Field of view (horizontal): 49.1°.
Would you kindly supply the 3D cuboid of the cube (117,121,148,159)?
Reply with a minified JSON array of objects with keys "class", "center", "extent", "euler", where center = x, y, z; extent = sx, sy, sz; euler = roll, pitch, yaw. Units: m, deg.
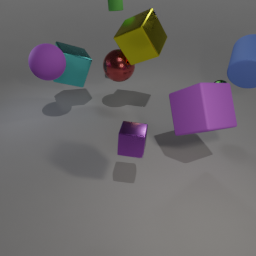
[{"class":"cube","center":[0.128,0.306,7.551],"extent":[0.700,0.700,0.700],"euler":[8,31,6]}]

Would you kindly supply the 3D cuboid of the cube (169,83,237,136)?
[{"class":"cube","center":[2.354,-0.579,8.891],"extent":[1.400,1.400,1.400],"euler":[-5,-5,-35]}]

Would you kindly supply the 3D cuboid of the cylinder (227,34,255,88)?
[{"class":"cylinder","center":[4.435,-2.405,10.163],"extent":[1.400,1.400,1.400],"euler":[12,58,20]}]

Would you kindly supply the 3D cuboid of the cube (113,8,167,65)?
[{"class":"cube","center":[0.533,-3.628,11.239],"extent":[1.400,1.400,1.400],"euler":[-9,43,37]}]

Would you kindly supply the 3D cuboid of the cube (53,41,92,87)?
[{"class":"cube","center":[-2.629,-2.857,12.633],"extent":[1.400,1.400,1.400],"euler":[7,31,-30]}]

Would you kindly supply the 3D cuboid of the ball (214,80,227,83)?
[{"class":"ball","center":[3.486,-1.472,10.610],"extent":[0.700,0.700,0.700],"euler":[0,31,0]}]

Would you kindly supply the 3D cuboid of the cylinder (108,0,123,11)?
[{"class":"cylinder","center":[-0.586,-5.840,13.035],"extent":[0.700,0.700,0.700],"euler":[-4,25,2]}]

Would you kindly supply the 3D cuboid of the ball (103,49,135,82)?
[{"class":"ball","center":[-0.393,-2.718,12.210],"extent":[1.400,1.400,1.400],"euler":[0,31,0]}]

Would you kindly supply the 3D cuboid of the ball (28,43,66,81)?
[{"class":"ball","center":[-3.118,-2.549,10.855],"extent":[1.400,1.400,1.400],"euler":[0,31,0]}]
